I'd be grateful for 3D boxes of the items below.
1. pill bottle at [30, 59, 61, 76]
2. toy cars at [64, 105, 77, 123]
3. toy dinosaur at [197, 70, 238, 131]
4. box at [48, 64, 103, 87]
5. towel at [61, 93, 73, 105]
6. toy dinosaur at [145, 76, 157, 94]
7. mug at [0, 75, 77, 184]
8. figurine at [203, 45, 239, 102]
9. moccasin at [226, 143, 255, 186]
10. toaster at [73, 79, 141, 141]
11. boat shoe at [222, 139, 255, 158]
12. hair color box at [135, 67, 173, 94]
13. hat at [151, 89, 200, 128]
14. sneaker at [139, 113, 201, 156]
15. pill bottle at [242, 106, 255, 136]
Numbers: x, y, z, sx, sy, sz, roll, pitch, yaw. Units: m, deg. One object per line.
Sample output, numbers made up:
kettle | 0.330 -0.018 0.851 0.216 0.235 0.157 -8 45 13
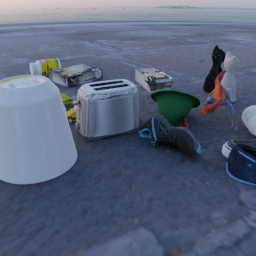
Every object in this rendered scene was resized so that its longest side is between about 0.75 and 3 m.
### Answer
pill bottle | -4.444 -3.246 15.099 1.517 0.853 0.853 -14 29 -26
toy cars | -2.336 -0.652 10.206 2.192 0.485 0.983 13 28 24
toy dinosaur | 2.924 -1.019 9.609 1.292 2.461 2.233 -8 -9 18
box | -2.679 -2.754 14.450 1.741 0.531 2.198 23 34 38
towel | -3.745 -0.996 11.182 2.841 0.257 1.223 -15 30 -28
toy dinosaur | 1.015 -1.852 11.756 0.447 0.593 1.160 -16 -6 11
mug | -2.751 -0.138 7.169 2.721 2.233 2.179 6 27 13
figurine | 3.984 -2.303 11.838 0.891 2.020 2.071 -3 27 -7
moccasin | 3.666 0.987 6.339 2.702 0.921 1.087 8 27 18
toaster | -0.552 -0.638 8.981 2.378 1.536 1.351 -10 29 -20
boat shoe | 3.842 0.523 7.298 2.585 0.917 0.932 7 27 15
hair color box | 1.196 -2.330 13.432 1.091 0.668 2.203 -7 28 -15
hat | 1.489 -0.176 9.580 1.749 1.858 2.111 7 -11 15
sneaker | 1.185 0.335 8.119 0.890 0.796 2.173 -35 36 -17
pill bottle | 4.165 -0.157 8.912 0.734 0.734 1.284 2 26 4
